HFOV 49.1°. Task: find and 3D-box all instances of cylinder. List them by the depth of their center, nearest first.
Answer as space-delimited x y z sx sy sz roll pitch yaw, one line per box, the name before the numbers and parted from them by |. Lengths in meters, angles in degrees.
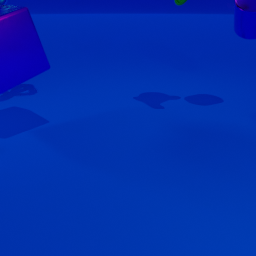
cylinder | 3.127 -2.862 6.944 0.933 0.933 0.933 -8 62 16

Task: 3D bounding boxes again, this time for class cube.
cube | -2.693 -1.672 5.845 1.320 1.320 1.320 -37 42 -29

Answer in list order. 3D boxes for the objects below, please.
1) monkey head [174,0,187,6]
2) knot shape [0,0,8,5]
monkey head | 1.770 -3.417 6.295 1.997 1.437 1.203 -25 -20 34
knot shape | -3.202 -3.765 6.973 2.080 0.961 1.946 -27 32 48
